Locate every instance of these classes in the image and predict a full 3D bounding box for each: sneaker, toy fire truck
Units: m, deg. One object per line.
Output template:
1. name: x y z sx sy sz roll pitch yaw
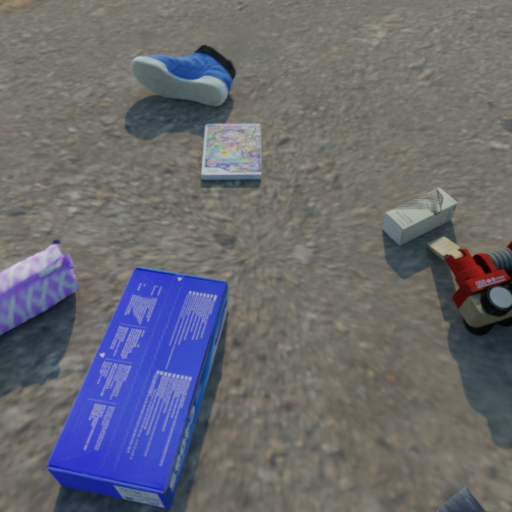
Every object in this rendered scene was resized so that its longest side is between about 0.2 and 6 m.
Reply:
1. sneaker: -1.599 -4.282 12.830 2.296 0.881 1.277 16 57 8
2. toy fire truck: 3.735 0.169 8.999 1.677 1.226 1.905 -16 61 -12

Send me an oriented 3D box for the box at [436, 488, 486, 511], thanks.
1. box: 2.496 3.194 6.317 0.559 0.887 0.902 -39 56 -3

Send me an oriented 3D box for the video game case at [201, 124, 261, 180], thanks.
1. video game case: -0.493 -2.166 11.517 1.184 0.149 1.654 0 49 0

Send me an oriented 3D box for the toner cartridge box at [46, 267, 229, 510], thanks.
1. toner cartridge box: -1.473 1.668 7.838 1.524 0.693 3.209 10 50 7

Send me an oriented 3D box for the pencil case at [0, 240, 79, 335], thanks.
1. pencil case: -3.754 0.633 8.586 2.118 0.905 0.889 -33 99 -23

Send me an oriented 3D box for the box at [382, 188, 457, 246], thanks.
1. box: 2.937 -0.714 10.069 1.283 0.439 0.527 -26 54 -20
